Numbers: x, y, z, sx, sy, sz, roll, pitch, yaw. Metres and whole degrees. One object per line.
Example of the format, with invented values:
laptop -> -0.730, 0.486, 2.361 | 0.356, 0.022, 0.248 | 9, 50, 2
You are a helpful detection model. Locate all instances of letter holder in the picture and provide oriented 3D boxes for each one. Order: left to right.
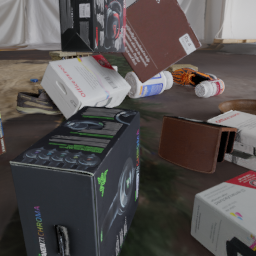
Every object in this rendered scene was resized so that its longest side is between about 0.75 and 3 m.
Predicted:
letter holder -> 1.752, 0.419, 7.333 | 0.861, 1.217, 1.712 | 1, 10, -45

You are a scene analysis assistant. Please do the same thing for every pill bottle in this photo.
pill bottle -> 1.052, -2.227, 13.776 | 2.252, 1.262, 1.262 | -13, 25, -30
pill bottle -> 3.952, -1.928, 13.621 | 1.432, 0.809, 0.809 | -15, 26, -35

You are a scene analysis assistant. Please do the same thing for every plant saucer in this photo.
plant saucer -> 4.749, -0.454, 10.255 | 2.856, 0.522, 2.856 | 1, 21, 0

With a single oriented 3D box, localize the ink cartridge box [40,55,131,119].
ink cartridge box -> -1.635, -1.697, 11.222 | 2.902, 1.243, 2.142 | -25, 70, -46

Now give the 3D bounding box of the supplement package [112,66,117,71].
supplement package -> -1.282, -3.182, 16.717 | 0.901, 0.894, 1.187 | 8, 23, 20

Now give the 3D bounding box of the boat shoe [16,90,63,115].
boat shoe -> -3.273, -1.096, 11.312 | 2.542, 0.932, 0.947 | -2, 21, -4

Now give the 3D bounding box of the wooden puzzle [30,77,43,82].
wooden puzzle -> -4.542, -3.071, 17.271 | 2.566, 0.300, 1.731 | -14, 25, -31

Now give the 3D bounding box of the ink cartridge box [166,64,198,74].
ink cartridge box -> 3.571, -3.833, 18.721 | 1.726, 0.648, 1.422 | -3, 21, -9

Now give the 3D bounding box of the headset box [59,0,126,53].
headset box -> -0.724, -2.699, 6.843 | 0.851, 1.686, 2.268 | 6, 17, 18

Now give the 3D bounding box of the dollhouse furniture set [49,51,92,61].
dollhouse furniture set -> -2.214, -2.750, 14.024 | 2.031, 2.042, 2.898 | -19, 27, -40

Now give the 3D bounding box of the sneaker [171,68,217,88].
sneaker -> 3.340, -2.751, 15.092 | 2.707, 1.050, 1.517 | 14, 12, 34

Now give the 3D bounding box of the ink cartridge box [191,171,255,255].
ink cartridge box -> 2.300, 1.663, 4.309 | 1.550, 0.881, 2.127 | -13, 25, -30

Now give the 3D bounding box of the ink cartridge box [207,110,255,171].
ink cartridge box -> 3.467, 0.359, 7.550 | 1.682, 0.949, 2.291 | -19, 28, -39

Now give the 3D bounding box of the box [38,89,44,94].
box -> -3.410, -1.338, 12.373 | 1.016, 0.641, 1.034 | -5, 22, -18

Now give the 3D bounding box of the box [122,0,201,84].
box -> 0.803, -3.485, 10.416 | 2.385, 2.410, 2.905 | -32, 17, 10

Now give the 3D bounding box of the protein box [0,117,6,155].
protein box -> -4.940, 0.185, 7.142 | 2.303, 1.565, 2.320 | 9, 23, 21

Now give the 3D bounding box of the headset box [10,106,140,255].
headset box -> -0.606, 0.999, 4.364 | 1.103, 2.071, 2.379 | 6, 22, 14
